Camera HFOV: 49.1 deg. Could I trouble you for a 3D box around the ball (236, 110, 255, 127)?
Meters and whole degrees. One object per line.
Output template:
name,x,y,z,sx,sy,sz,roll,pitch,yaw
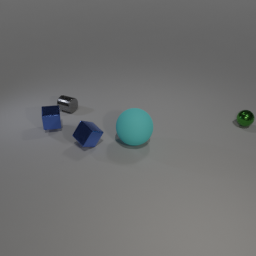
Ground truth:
ball,4.898,-0.410,11.683,0.700,0.700,0.700,0,32,0

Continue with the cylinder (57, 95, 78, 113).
cylinder,-2.778,-1.106,12.884,0.700,0.700,0.700,16,35,23

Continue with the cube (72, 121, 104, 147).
cube,-1.485,0.222,10.398,0.700,0.700,0.700,40,17,28

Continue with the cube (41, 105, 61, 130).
cube,-3.108,-0.429,11.365,0.700,0.700,0.700,-6,41,-13

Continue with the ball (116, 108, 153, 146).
ball,0.245,-0.044,10.456,1.400,1.400,1.400,0,32,0
